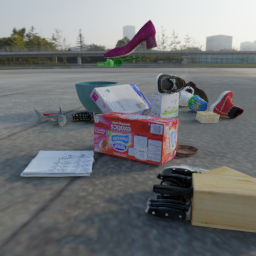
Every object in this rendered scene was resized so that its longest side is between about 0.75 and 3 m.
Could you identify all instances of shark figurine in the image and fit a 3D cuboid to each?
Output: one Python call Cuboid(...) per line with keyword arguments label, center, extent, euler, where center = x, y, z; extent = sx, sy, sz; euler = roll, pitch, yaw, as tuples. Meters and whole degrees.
Cuboid(label="shark figurine", center=(-3.243, -0.585, 12.500), extent=(1.821, 0.760, 1.088), euler=(12, 17, 33))

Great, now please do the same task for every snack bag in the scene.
Cuboid(label="snack bag", center=(-1.784, 0.902, 7.670), extent=(1.737, 0.197, 1.843), euler=(-1, 14, -2))

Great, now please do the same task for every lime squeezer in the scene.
Cuboid(label="lime squeezer", center=(-0.339, -1.728, 7.473), extent=(1.383, 0.261, 0.488), euler=(-17, 27, -33))

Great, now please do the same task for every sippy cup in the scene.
Cuboid(label="sippy cup", center=(3.776, -1.238, 14.980), extent=(1.125, 0.883, 0.824), euler=(-18, 32, -26))

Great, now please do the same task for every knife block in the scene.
Cuboid(label="knife block", center=(1.482, 1.339, 4.967), extent=(1.921, 0.700, 2.189), euler=(-10, 18, -32))

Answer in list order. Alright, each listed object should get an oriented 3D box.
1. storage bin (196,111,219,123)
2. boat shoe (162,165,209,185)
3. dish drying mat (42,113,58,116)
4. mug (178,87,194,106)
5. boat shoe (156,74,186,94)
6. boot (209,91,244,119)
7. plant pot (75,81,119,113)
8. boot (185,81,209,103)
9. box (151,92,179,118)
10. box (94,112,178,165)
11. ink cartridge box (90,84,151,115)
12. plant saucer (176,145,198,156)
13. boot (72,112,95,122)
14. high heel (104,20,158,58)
Cuboid(label="storage bin", center=(3.657, -0.514, 12.894), extent=(0.811, 0.383, 0.817), euler=(-1, 14, -6))
Cuboid(label="boat shoe", center=(1.489, 1.124, 6.205), extent=(1.503, 0.554, 0.482), euler=(5, 9, 5))
Cuboid(label="dish drying mat", center=(-3.897, -0.684, 14.176), extent=(0.878, 0.080, 0.337), euler=(-2, 14, -4))
Cuboid(label="mug", center=(3.434, -1.864, 16.547), extent=(1.041, 1.187, 0.877), euler=(15, 21, -15))
Cuboid(label="boat shoe", center=(2.020, -2.037, 13.117), extent=(0.764, 0.936, 2.533), euler=(5, 6, 28))
Cuboid(label="boot", center=(5.194, -1.148, 14.008), extent=(1.482, 0.744, 2.054), euler=(13, 43, 39))
Cuboid(label="plant pot", center=(-1.613, -1.635, 14.904), extent=(2.293, 1.544, 2.293), euler=(0, 14, 0))
Cuboid(label="boot", center=(3.752, -1.884, 17.557), extent=(0.665, 1.930, 2.070), euler=(-50, 13, -32))
Cuboid(label="box", center=(1.806, -1.104, 13.534), extent=(1.358, 1.198, 0.657), euler=(-14, 20, -41))
Cuboid(label="box", center=(0.203, 0.223, 8.307), extent=(2.326, 1.159, 1.110), euler=(8, 12, 30))
Cuboid(label="ink cartridge box", center=(-0.202, -1.277, 13.610), extent=(2.986, 0.626, 1.782), euler=(-18, 63, -47))
Cuboid(label="plant saucer", center=(1.731, 0.706, 8.568), extent=(0.808, 0.148, 0.808), euler=(0, 13, 0))
Cuboid(label="boot", center=(-1.980, -0.468, 12.561), extent=(0.990, 0.473, 1.311), euler=(-6, 10, -15))
Cuboid(label="high heel", center=(0.034, -4.308, 13.787), extent=(2.776, 1.334, 0.936), euler=(-14, 13, 5))
